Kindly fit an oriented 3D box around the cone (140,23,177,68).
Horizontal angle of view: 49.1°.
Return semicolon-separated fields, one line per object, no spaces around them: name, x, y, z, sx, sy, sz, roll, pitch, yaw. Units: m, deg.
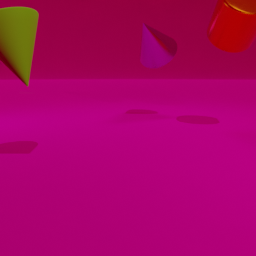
cone;0.772;-2.985;9.343;1.403;1.403;1.408;6;-23;30

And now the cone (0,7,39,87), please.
cone;-1.760;-1.162;4.411;1.048;1.052;1.048;-17;7;2

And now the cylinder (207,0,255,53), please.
cylinder;2.918;-2.932;7.436;1.317;1.317;1.317;0;-28;-2
